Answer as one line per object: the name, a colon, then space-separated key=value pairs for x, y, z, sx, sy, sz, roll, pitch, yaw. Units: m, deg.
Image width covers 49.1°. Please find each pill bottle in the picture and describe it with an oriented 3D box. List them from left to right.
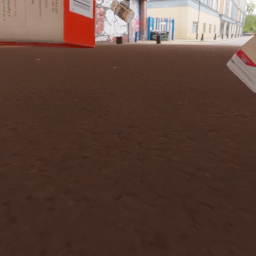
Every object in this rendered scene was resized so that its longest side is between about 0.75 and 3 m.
pill bottle: x=-0.210 y=-4.279 z=10.268 sx=0.863 sy=0.502 sz=0.502 roll=41 pitch=34 yaw=13

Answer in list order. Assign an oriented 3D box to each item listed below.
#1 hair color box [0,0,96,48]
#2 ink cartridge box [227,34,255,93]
hair color box: x=-1.662 y=-1.626 z=3.218 sx=2.560 sy=1.299 sz=0.784 roll=8 pitch=14 yaw=16
ink cartridge box: x=1.595 y=-0.778 z=3.458 sx=0.564 sy=0.324 sz=0.777 roll=47 pitch=7 yaw=7
